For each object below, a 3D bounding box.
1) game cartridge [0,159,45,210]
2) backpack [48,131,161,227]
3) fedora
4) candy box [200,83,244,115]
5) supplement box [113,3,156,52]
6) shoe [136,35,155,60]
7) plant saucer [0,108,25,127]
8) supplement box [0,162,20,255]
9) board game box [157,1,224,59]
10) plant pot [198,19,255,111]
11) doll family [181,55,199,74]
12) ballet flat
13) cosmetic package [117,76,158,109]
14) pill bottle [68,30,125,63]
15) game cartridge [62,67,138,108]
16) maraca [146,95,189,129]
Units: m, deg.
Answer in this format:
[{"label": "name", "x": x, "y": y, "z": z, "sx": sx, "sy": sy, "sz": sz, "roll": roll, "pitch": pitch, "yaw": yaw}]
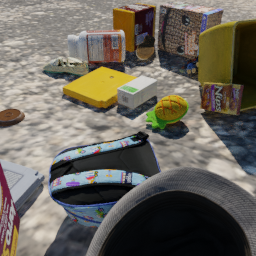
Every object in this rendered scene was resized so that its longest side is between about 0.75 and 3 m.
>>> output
[{"label": "game cartridge", "x": -2.759, "y": 1.128, "z": 5.561, "sx": 1.818, "sy": 0.378, "sz": 1.211, "roll": 13, "pitch": 41, "yaw": 18}, {"label": "backpack", "x": -0.377, "y": 1.013, "z": 4.887, "sx": 1.868, "sy": 1.257, "sz": 1.706, "roll": -6, "pitch": 35, "yaw": -10}, {"label": "fedora", "x": 0.640, "y": 1.856, "z": 3.619, "sx": 2.227, "sy": 1.137, "sz": 2.518, "roll": 24, "pitch": 59, "yaw": 34}, {"label": "candy box", "x": 2.483, "y": -0.815, "z": 7.538, "sx": 0.370, "sy": 0.764, "sz": 1.309, "roll": 3, "pitch": 9, "yaw": -20}, {"label": "supplement box", "x": 0.303, "y": -4.598, "z": 12.699, "sx": 1.125, "sy": 1.672, "sz": 1.695, "roll": 26, "pitch": 42, "yaw": 33}, {"label": "shoe", "x": 0.758, "y": -3.338, "z": 11.973, "sx": 0.707, "sy": 0.540, "sz": 2.023, "roll": 26, "pitch": 41, "yaw": -2}, {"label": "plant saucer", "x": -3.328, "y": -0.327, "z": 7.840, "sx": 0.842, "sy": 0.145, "sz": 0.842, "roll": 0, "pitch": 34, "yaw": 0}, {"label": "supplement box", "x": -2.318, "y": 1.208, "z": 3.807, "sx": 1.113, "sy": 2.157, "sz": 1.412, "roll": -7, "pitch": 35, "yaw": -10}, {"label": "board game box", "x": 2.528, "y": -4.091, "z": 11.772, "sx": 1.141, "sy": 1.878, "sz": 2.355, "roll": -30, "pitch": 44, "yaw": -35}, {"label": "plant pot", "x": 3.479, "y": -2.134, "z": 8.678, "sx": 2.447, "sy": 2.447, "sz": 2.159, "roll": -13, "pitch": 25, "yaw": -18}, {"label": "doll family", "x": 2.836, "y": -2.459, "z": 10.542, "sx": 1.617, "sy": 0.634, "sz": 0.934, "roll": 1, "pitch": 39, "yaw": 7}, {"label": "ballet flat", "x": -2.323, "y": -2.368, "z": 10.413, "sx": 1.880, "sy": 0.586, "sz": 0.634, "roll": 9, "pitch": 35, "yaw": 13}, {"label": "cosmetic package", "x": 0.308, "y": -1.130, "z": 8.669, "sx": 0.664, "sy": 0.523, "sz": 1.233, "roll": 23, "pitch": 42, "yaw": 32}, {"label": "pill bottle", "x": -1.231, "y": -3.226, "z": 11.102, "sx": 2.183, "sy": 1.224, "sz": 1.224, "roll": -3, "pitch": 35, "yaw": -4}, {"label": "game cartridge", "x": -0.834, "y": -1.377, "z": 9.254, "sx": 1.763, "sy": 0.324, "sz": 2.000, "roll": 23, "pitch": 43, "yaw": 29}, {"label": "maraca", "x": 1.062, "y": -0.437, "z": 7.592, "sx": 1.255, "sy": 0.671, "sz": 0.860, "roll": -34, "pitch": 49, "yaw": -14}]
